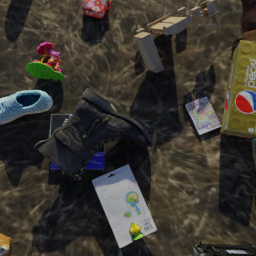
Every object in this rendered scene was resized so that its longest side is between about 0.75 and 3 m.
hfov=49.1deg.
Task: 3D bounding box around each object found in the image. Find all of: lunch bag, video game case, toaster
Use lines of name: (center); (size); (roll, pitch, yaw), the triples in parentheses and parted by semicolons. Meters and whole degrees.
lunch bag: (-1.038, -4.330, 9.666); (0.904, 0.420, 1.026); (15, 77, 4)
video game case: (2.377, -0.393, 8.871); (0.762, 0.096, 1.064); (-21, 77, -5)
toaster: (2.584, 3.589, 7.021); (1.968, 1.779, 1.168); (2, 76, 0)

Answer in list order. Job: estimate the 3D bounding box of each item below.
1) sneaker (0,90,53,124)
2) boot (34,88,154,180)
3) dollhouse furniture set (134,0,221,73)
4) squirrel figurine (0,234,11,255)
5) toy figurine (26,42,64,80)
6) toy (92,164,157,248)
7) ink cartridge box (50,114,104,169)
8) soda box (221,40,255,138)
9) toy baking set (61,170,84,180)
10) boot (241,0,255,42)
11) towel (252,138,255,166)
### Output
sneaker: (-3.500, -0.746, 8.536); (2.226, 0.912, 0.823); (-18, 76, -4)
boot: (-0.922, 0.485, 8.136); (2.800, 0.969, 2.438); (35, 87, -9)
dollhouse furniture set: (1.546, -3.017, 9.110); (2.625, 1.360, 1.162); (-30, 118, -7)
squirrel figurine: (-3.535, 4.049, 7.183); (2.536, 1.795, 2.367); (29, 67, -8)
toy figurine: (-2.555, -2.231, 9.055); (1.190, 0.893, 1.095); (15, 66, -19)
toy: (-0.115, 2.207, 8.046); (1.150, 0.472, 1.998); (-23, 78, -8)
ink cartridge box: (-1.540, 0.408, 8.540); (1.681, 0.368, 1.697); (-1, 78, 0)
soda box: (3.535, -1.143, 8.436); (0.935, 0.884, 2.761); (10, 83, 9)
toy baking set: (-1.666, 1.146, 8.301); (0.687, 0.104, 0.895); (-3, 99, 0)
boot: (5.163, -3.675, 8.968); (2.981, 1.078, 2.479); (-8, 91, 7)
towel: (4.687, 1.442, 8.240); (1.862, 0.458, 2.510); (-2, 75, -1)
